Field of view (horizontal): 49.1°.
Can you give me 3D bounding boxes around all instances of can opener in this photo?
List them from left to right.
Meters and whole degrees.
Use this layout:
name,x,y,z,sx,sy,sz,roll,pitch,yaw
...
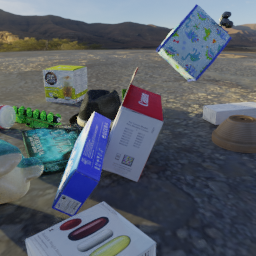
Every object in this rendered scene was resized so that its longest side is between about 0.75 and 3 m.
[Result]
name,x,y,z,sx,sy,sz,roll,pitch,yaw
can opener,3.793,-4.155,10.751,0.601,0.476,1.808,12,17,14

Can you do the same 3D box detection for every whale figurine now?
name,x,y,z,sx,sy,sz,roll,pitch,yaw
whale figurine,-2.871,0.718,5.535,2.290,1.493,2.878,-7,-19,-28

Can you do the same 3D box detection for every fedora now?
name,x,y,z,sx,sy,sz,roll,pitch,yaw
fedora,-1.140,-0.874,11.676,2.940,1.343,2.940,0,20,0

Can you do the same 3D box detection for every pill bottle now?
name,x,y,z,sx,sy,sz,roll,pitch,yaw
pill bottle,-5.485,-0.496,11.254,1.677,0.928,0.928,6,21,15

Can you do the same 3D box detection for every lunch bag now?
name,x,y,z,sx,sy,sz,roll,pitch,yaw
lunch bag,2.553,-3.263,10.825,1.947,2.290,1.459,40,5,-8

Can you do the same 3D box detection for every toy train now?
name,x,y,z,sx,sy,sz,roll,pitch,yaw
toy train,-3.681,-0.356,11.119,2.698,0.761,0.563,13,11,32

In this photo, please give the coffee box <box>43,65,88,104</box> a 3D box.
name,x,y,z,sx,sy,sz,roll,pitch,yaw
coffee box,-3.363,-2.443,15.344,1.778,1.761,1.781,5,21,14

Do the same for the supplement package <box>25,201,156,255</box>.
name,x,y,z,sx,sy,sz,roll,pitch,yaw
supplement package,-0.526,2.048,4.132,1.395,1.026,1.334,-18,26,-37

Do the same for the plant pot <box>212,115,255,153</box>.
name,x,y,z,sx,sy,sz,roll,pitch,yaw
plant pot,3.928,0.084,9.755,1.907,0.880,1.907,-1,19,0

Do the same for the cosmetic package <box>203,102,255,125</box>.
name,x,y,z,sx,sy,sz,roll,pitch,yaw
cosmetic package,4.619,-0.644,12.053,2.549,0.645,1.052,-5,21,-14

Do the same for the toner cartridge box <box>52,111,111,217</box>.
name,x,y,z,sx,sy,sz,roll,pitch,yaw
toner cartridge box,-1.036,0.732,6.758,0.554,1.220,2.568,29,26,-13

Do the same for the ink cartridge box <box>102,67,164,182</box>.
name,x,y,z,sx,sy,sz,roll,pitch,yaw
ink cartridge box,0.263,-0.292,8.153,1.175,2.460,2.802,21,21,-3

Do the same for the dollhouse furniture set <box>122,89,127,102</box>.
name,x,y,z,sx,sy,sz,roll,pitch,yaw
dollhouse furniture set,0.617,-1.292,12.977,1.811,0.909,1.186,0,1,-1

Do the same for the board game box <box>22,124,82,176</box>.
name,x,y,z,sx,sy,sz,roll,pitch,yaw
board game box,-2.264,0.575,9.077,1.974,0.411,2.919,-9,22,-23
